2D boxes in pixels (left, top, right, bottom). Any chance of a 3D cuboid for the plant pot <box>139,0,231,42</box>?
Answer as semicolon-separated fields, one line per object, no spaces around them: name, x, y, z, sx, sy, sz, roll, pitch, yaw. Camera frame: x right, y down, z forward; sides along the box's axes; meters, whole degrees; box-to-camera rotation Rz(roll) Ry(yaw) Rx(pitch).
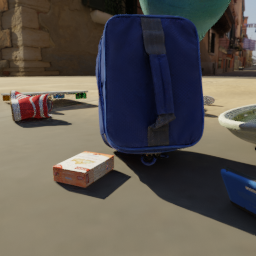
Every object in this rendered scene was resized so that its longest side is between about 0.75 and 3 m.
plant pot;1.279;-3.071;6.439;2.320;2.320;2.180;0;-23;2

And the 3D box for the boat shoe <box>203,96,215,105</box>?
boat shoe;3.152;-1.174;11.890;1.109;0.399;0.380;-3;9;34

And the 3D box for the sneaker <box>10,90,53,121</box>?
sneaker;-3.112;-0.775;8.993;1.233;0.781;2.193;-9;22;-21

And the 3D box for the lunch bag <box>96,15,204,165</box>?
lunch bag;0.302;-0.584;4.737;1.635;2.406;1.592;-3;-6;-7

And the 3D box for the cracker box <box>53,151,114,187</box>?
cracker box;-0.629;0.580;4.121;0.545;0.235;0.814;6;14;24

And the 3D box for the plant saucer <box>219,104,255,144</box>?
plant saucer;3.216;-0.021;5.302;2.835;0.711;2.835;-7;10;1

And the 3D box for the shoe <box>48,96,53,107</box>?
shoe;-3.344;-0.818;10.172;1.419;0.379;0.496;-10;21;21

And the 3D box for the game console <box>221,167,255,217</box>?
game console;1.556;0.713;2.907;0.546;0.787;0.922;-34;25;-19

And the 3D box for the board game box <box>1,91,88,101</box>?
board game box;-3.655;-1.389;12.176;2.920;0.378;2.920;-7;10;-35
